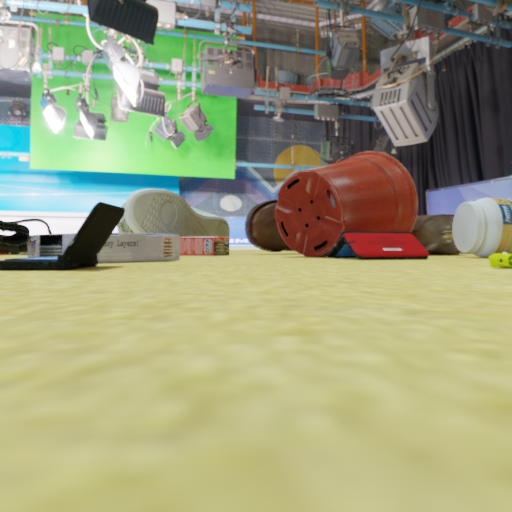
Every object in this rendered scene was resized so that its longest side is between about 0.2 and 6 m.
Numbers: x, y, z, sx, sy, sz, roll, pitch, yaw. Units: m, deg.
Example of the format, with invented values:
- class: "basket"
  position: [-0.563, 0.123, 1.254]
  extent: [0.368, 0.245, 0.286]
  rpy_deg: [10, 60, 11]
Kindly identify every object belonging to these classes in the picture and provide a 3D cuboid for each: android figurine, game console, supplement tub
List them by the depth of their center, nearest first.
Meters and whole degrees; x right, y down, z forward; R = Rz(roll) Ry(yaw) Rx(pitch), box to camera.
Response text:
- class: "game console"
  position: [-1.782, -0.178, 5.237]
  extent: [0.919, 0.608, 1.045]
  rpy_deg: [0, 1, 0]
- class: "android figurine"
  position: [2.540, 0.051, 5.277]
  extent: [0.694, 0.157, 0.763]
  rpy_deg: [-1, 3, -17]
- class: "game console"
  position: [1.759, 0.003, 8.208]
  extent: [1.132, 0.672, 0.976]
  rpy_deg: [-1, 33, -16]
- class: "supplement tub"
  position: [3.901, -0.436, 8.856]
  extent: [1.304, 0.943, 0.943]
  rpy_deg: [1, 1, -8]

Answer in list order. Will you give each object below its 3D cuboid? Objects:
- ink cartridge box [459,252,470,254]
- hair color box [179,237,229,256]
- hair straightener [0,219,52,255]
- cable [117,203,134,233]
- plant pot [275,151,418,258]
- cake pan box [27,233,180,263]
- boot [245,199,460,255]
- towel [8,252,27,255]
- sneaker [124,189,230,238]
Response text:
- class: "ink cartridge box"
  position: [4.529, -0.381, 12.231]
  extent: [0.940, 0.680, 0.396]
  rpy_deg: [0, 1, -1]
- class: "hair color box"
  position: [-1.146, -0.180, 10.406]
  extent: [1.155, 0.369, 0.641]
  rpy_deg: [2, 2, 24]
- class: "hair straightener"
  position: [-3.317, -0.186, 6.621]
  extent: [0.889, 0.473, 2.310]
  rpy_deg: [-29, -21, 33]
- class: "cable"
  position: [-2.535, -0.808, 13.634]
  extent: [1.683, 0.583, 1.684]
  rpy_deg: [-18, -39, -11]
- class: "plant pot"
  position: [1.436, -0.793, 9.534]
  extent: [1.908, 1.908, 1.855]
  rpy_deg: [1, 10, 44]
- class: "cake pan box"
  position: [-1.970, -0.110, 7.158]
  extent: [1.395, 0.396, 1.515]
  rpy_deg: [-2, 0, 43]
- class: "boot"
  position: [2.003, -0.492, 10.999]
  extent: [3.256, 1.122, 3.494]
  rpy_deg: [-1, 6, -42]
- class: "towel"
  position: [-5.219, -0.195, 11.158]
  extent: [2.090, 0.360, 1.385]
  rpy_deg: [0, 2, -24]
- class: "sneaker"
  position: [-2.146, -0.650, 11.795]
  extent: [1.922, 1.199, 3.259]
  rpy_deg: [7, -5, 27]
